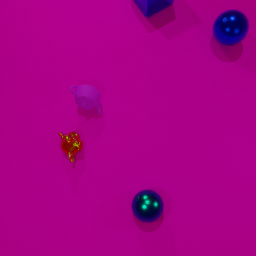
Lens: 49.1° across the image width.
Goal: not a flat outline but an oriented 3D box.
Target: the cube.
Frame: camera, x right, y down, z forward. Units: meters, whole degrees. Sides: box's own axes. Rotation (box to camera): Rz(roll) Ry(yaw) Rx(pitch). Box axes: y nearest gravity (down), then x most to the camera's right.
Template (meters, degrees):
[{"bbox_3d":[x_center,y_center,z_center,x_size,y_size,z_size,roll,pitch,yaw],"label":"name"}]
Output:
[{"bbox_3d":[0.776,-4.417,8.870,1.079,1.079,1.079,-31,78,-7],"label":"cube"}]

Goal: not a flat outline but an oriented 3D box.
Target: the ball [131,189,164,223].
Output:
[{"bbox_3d":[0.517,2.058,7.390,0.866,0.866,0.866,0,76,0],"label":"ball"}]

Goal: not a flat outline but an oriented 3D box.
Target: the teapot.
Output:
[{"bbox_3d":[-1.172,-0.830,8.121,1.242,0.772,0.608,36,48,-29],"label":"teapot"}]

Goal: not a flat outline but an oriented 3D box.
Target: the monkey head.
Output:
[{"bbox_3d":[-1.666,0.443,7.842,0.616,0.735,1.022,-32,72,15],"label":"monkey head"}]

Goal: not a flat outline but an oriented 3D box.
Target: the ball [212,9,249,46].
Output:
[{"bbox_3d":[3.120,-3.047,8.529,1.057,1.057,1.057,0,76,0],"label":"ball"}]
